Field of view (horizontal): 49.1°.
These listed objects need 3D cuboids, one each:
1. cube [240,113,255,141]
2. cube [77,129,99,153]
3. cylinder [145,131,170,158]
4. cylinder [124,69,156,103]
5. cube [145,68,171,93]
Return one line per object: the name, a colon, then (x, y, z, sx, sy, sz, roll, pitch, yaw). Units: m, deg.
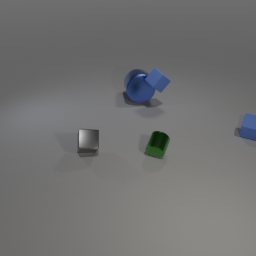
cube: (4.843, -0.033, 10.934, 0.700, 0.700, 0.700, 16, 57, 27)
cube: (-1.423, 0.468, 9.916, 0.700, 0.700, 0.700, 3, 73, -14)
cylinder: (1.049, 0.580, 9.872, 0.700, 0.700, 0.700, 12, 57, 20)
cylinder: (0.555, -2.101, 13.853, 1.400, 1.400, 1.400, -3, 23, -5)
cube: (1.342, -2.147, 12.610, 0.700, 0.700, 0.700, 25, 20, -48)
